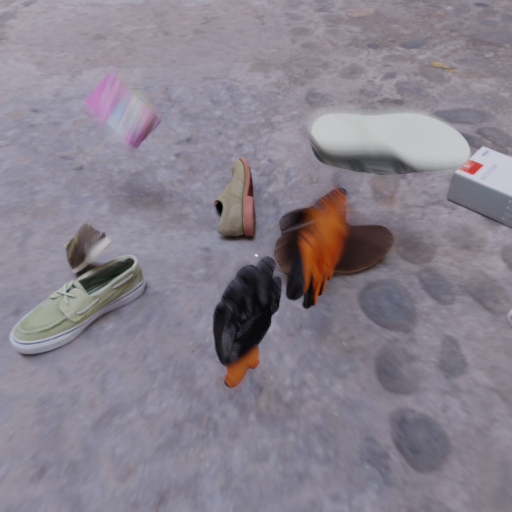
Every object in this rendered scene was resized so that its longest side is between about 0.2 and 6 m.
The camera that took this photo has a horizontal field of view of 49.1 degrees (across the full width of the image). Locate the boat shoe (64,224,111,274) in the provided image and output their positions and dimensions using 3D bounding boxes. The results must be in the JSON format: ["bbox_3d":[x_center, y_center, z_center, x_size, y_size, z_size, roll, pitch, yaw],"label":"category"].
[{"bbox_3d":[-3.149,-0.131,10.181,0.549,1.843,0.662,47,63,-11],"label":"boat shoe"}]

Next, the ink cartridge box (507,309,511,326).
[{"bbox_3d":[5.126,1.303,9.688,1.186,0.297,0.954,-2,43,-9],"label":"ink cartridge box"}]

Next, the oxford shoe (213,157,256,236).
[{"bbox_3d":[-0.496,-1.344,12.080,0.876,0.825,2.343,-6,42,2],"label":"oxford shoe"}]

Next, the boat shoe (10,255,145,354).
[{"bbox_3d":[-3.138,0.759,9.851,2.556,0.793,0.920,-33,52,-30],"label":"boat shoe"}]

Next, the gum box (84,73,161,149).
[{"bbox_3d":[-2.570,-2.797,10.920,1.332,0.441,0.756,44,95,7],"label":"gum box"}]

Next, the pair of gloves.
[{"bbox_3d":[0.376,0.461,8.102,0.339,2.442,2.741,34,56,26],"label":"pair of gloves"}]

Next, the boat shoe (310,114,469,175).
[{"bbox_3d":[2.332,-1.920,10.004,2.753,0.851,1.002,6,68,2],"label":"boat shoe"}]

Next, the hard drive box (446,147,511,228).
[{"bbox_3d":[5.428,-1.468,12.253,1.895,0.728,1.477,30,51,28],"label":"hard drive box"}]

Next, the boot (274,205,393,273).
[{"bbox_3d":[1.504,-0.356,10.057,2.394,1.991,0.866,-14,68,-6],"label":"boot"}]
